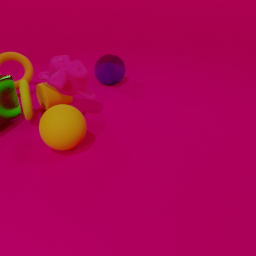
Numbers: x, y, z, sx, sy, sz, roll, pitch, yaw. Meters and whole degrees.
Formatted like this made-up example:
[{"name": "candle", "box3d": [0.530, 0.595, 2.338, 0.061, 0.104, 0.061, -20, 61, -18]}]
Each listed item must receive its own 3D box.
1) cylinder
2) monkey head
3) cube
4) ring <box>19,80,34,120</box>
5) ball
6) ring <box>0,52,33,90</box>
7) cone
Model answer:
[{"name": "cylinder", "box3d": [-2.352, -1.076, 8.953, 0.861, 0.861, 0.861, -22, 37, -32]}, {"name": "monkey head", "box3d": [-1.819, -1.336, 8.050, 1.864, 1.123, 1.341, 23, 49, 3]}, {"name": "cube", "box3d": [-3.917, -0.740, 7.737, 1.192, 1.192, 1.192, 5, 26, 19]}, {"name": "ring", "box3d": [-2.888, -0.795, 7.980, 0.232, 1.160, 1.160, -9, 32, -17]}, {"name": "ball", "box3d": [-1.591, -0.014, 6.878, 1.124, 1.124, 1.124, 0, 31, 0]}, {"name": "ring", "box3d": [-4.010, -1.983, 9.701, 1.393, 1.393, 0.279, -14, -9, -22]}, {"name": "cone", "box3d": [-0.681, -2.236, 10.124, 1.204, 1.204, 1.209, -1, -1, -1]}]
